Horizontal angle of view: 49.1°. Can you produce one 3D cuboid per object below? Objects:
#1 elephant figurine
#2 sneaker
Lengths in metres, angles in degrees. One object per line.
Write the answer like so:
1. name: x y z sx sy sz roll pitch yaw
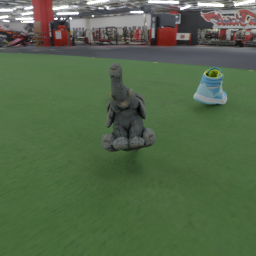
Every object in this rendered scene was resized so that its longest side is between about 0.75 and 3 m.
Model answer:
1. elephant figurine: -0.029 -0.389 6.439 1.258 1.778 1.380 -2 -11 -34
2. sneaker: 3.521 -1.673 11.083 0.835 1.371 2.100 31 26 34
